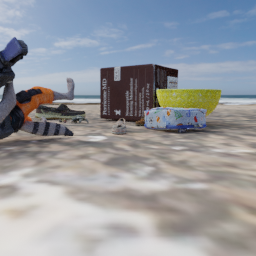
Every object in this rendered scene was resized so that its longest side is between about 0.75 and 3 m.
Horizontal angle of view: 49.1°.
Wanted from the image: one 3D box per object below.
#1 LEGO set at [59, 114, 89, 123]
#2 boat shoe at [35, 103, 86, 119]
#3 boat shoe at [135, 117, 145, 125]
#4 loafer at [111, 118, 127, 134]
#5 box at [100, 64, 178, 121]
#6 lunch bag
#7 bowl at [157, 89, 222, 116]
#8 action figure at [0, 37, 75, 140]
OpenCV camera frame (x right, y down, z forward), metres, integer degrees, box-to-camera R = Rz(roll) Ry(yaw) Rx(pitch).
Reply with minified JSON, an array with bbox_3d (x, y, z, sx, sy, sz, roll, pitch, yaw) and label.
[{"bbox_3d":[-2.100,-0.376,10.954,1.236,0.350,0.802,1,6,5],"label":"LEGO set"},{"bbox_3d":[-3.097,-0.779,12.942,2.293,0.743,0.839,-2,6,-15],"label":"boat shoe"},{"bbox_3d":[0.554,-0.259,9.978,0.328,0.310,0.911,4,7,35],"label":"boat shoe"},{"bbox_3d":[-0.239,-0.059,7.766,0.410,0.359,1.140,0,6,4],"label":"loafer"},{"bbox_3d":[0.510,-1.496,12.312,2.751,2.282,2.259,4,7,35],"label":"box"},{"bbox_3d":[1.444,-0.276,8.452,1.452,0.685,1.813,-1,5,-31],"label":"lunch bag"},{"bbox_3d":[2.227,-0.783,10.367,2.358,1.269,2.358,0,6,0],"label":"bowl"},{"bbox_3d":[-2.319,-0.391,5.617,2.987,1.562,2.889,-28,-9,40],"label":"action figure"}]
